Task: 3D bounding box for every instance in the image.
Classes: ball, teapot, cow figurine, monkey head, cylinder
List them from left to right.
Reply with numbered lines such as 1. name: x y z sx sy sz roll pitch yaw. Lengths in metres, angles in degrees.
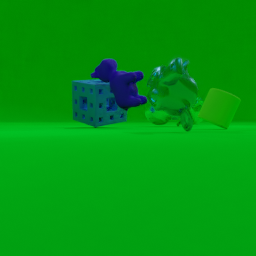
1. cow figurine: -0.299 -1.237 8.060 1.536 1.561 0.857 -4 11 32
2. ball: 1.232 -0.685 11.006 1.158 1.158 1.158 0 1 0
3. monkey head: 0.882 -0.729 4.908 0.891 1.479 1.064 11 -26 -19
4. teapot: 2.406 -0.659 10.812 0.913 1.159 1.865 -28 -19 -38
5. cylinder: 2.390 -0.506 7.370 0.832 0.832 0.832 23 5 -2

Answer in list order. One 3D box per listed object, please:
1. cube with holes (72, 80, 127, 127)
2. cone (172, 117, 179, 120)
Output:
1. cube with holes: -0.946 -0.880 9.325 1.308 1.308 1.308 -12 20 -41
2. cone: 2.121 -1.295 11.603 1.428 1.428 1.433 -1 -26 -26
